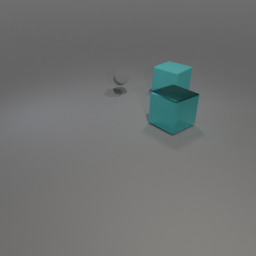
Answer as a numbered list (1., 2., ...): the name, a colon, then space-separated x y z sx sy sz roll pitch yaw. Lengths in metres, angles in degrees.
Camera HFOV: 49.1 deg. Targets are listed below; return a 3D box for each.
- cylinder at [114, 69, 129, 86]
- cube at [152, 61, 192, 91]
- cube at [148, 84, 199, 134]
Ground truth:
1. cylinder: -0.349 -2.529 14.050 0.700 0.700 0.700 -5 -1 -8
2. cube: 2.172 -2.374 13.958 1.400 1.400 1.400 24 37 33
3. cube: 1.829 -0.797 11.355 1.400 1.400 1.400 -21 36 -35
